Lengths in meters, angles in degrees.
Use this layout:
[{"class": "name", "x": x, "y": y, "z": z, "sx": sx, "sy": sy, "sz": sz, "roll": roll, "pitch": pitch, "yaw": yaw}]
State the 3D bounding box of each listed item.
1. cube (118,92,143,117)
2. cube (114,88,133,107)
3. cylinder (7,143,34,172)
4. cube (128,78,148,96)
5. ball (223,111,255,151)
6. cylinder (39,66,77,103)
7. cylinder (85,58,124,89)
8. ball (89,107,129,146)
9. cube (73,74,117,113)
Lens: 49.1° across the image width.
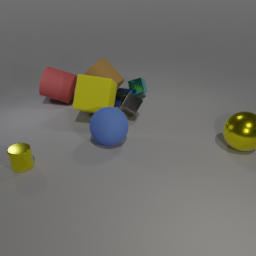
[{"class": "cube", "x": 0.101, "y": -0.986, "z": 11.837, "sx": 0.700, "sy": 0.700, "sz": 0.700, "roll": 32, "pitch": -14, "yaw": -8}, {"class": "cube", "x": -0.221, "y": -1.421, "z": 13.186, "sx": 0.700, "sy": 0.700, "sz": 0.700, "roll": 10, "pitch": 31, "yaw": 17}, {"class": "cylinder", "x": -3.448, "y": 0.945, "z": 9.014, "sx": 0.700, "sy": 0.700, "sz": 0.700, "roll": 0, "pitch": 30, "yaw": 0}, {"class": "cube", "x": 0.486, "y": -2.028, "z": 13.816, "sx": 0.700, "sy": 0.700, "sz": 0.700, "roll": -13, "pitch": -1, "yaw": 20}, {"class": "ball", "x": 4.041, "y": 0.114, "z": 9.753, "sx": 1.400, "sy": 1.400, "sz": 1.400, "roll": 0, "pitch": 30, "yaw": 0}, {"class": "cylinder", "x": -3.267, "y": -2.022, "z": 13.178, "sx": 1.400, "sy": 1.400, "sz": 1.400, "roll": 16, "pitch": 30, "yaw": -4}, {"class": "cylinder", "x": -1.125, "y": -2.312, "z": 13.189, "sx": 1.400, "sy": 1.400, "sz": 1.400, "roll": 47, "pitch": 39, "yaw": -1}, {"class": "ball", "x": -0.680, "y": -0.066, "z": 10.074, "sx": 1.400, "sy": 1.400, "sz": 1.400, "roll": 0, "pitch": 30, "yaw": 0}, {"class": "cube", "x": -1.334, "y": -1.334, "z": 11.667, "sx": 1.400, "sy": 1.400, "sz": 1.400, "roll": 9, "pitch": 1, "yaw": 7}]
